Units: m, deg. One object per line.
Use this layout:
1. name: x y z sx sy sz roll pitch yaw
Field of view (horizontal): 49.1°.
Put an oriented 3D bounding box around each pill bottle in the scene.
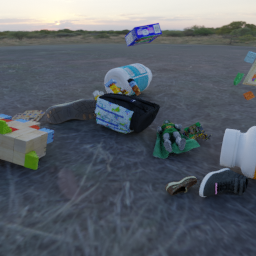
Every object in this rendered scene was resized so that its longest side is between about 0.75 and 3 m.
1. pill bottle: 0.168 -2.679 15.592 1.631 1.631 2.945 14 25 33
2. pill bottle: 3.743 0.704 7.200 2.494 1.385 1.385 9 23 23

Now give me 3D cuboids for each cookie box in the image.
1. cookie box: 0.721 -4.542 13.734 1.317 0.579 1.540 -16 6 -16

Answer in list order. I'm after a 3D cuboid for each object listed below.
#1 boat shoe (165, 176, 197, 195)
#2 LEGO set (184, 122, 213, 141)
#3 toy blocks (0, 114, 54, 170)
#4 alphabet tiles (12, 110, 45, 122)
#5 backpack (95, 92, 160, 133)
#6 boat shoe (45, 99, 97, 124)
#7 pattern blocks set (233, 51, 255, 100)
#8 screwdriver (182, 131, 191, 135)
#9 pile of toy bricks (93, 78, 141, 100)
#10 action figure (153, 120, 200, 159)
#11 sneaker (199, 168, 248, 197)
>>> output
1. boat shoe: 1.361 1.455 6.866 0.875 0.323 0.324 -15 37 -18
2. LEGO set: 2.425 0.269 9.780 0.755 0.569 0.981 -32 21 0
3. toy blocks: -3.545 0.260 8.711 2.926 1.462 2.000 13 14 13
4. alphabet tiles: -4.333 -0.535 12.262 1.210 0.055 1.447 0 21 2
5. backpack: -0.219 -0.604 10.607 2.211 1.700 1.804 31 30 17
6. boat shoe: -2.292 -0.835 11.859 2.478 0.923 0.909 -8 23 -23
7. pattern blocks set: 4.097 -1.634 8.460 2.045 1.797 0.166 -6 38 -24
8. screwdriver: 1.939 0.259 10.181 0.897 0.125 0.130 -21 49 -30
9. pile of toy bricks: -0.184 -1.272 12.628 1.547 1.377 2.789 -37 -12 20
10. action figure: 1.447 0.210 9.571 1.440 0.667 2.439 -8 17 3
11. sneaker: 2.356 1.365 6.713 1.461 0.517 0.725 -13 19 -40
